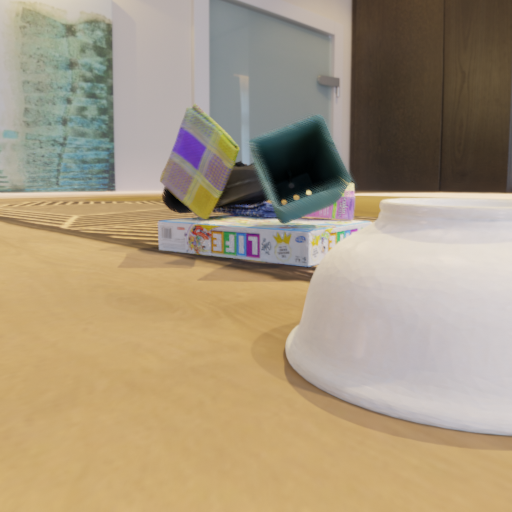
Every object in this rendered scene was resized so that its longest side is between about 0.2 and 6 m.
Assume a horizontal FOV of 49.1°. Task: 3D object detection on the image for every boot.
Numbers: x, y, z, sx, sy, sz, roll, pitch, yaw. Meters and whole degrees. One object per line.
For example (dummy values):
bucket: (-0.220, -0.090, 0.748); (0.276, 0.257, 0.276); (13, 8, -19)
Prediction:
boot: (-0.794, -1.489, 13.283); (2.970, 1.183, 3.603); (-21, 3, 39)

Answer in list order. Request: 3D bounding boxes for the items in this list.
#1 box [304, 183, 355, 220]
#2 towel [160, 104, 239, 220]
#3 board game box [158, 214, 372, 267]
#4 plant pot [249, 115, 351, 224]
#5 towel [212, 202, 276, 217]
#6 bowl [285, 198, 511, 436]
box: (1.503, -1.161, 11.611); (1.031, 0.499, 0.907); (3, 25, 6)
towel: (-1.132, -1.743, 10.831); (1.415, 1.970, 0.224); (45, 43, 13)
board game box: (0.157, -0.403, 11.334); (3.628, 0.621, 2.439); (6, 11, 37)
plant pot: (0.715, -1.295, 9.752); (1.272, 1.271, 1.800); (-21, -14, -3)
towel: (0.305, -1.101, 12.966); (1.868, 0.308, 2.580); (-2, 7, -30)
bowl: (1.763, 0.217, 4.720); (3.032, 1.363, 3.032); (1, 8, 0)
